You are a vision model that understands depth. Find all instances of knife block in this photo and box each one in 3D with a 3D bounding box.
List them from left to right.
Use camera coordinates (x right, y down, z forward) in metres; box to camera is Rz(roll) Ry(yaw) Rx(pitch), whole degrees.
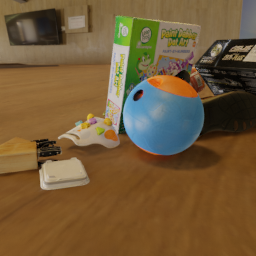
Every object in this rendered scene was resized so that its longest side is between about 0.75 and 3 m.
[{"bbox_3d":[-1.754,0.516,4.838,0.992,0.362,1.130,13,26,23],"label":"knife block"}]

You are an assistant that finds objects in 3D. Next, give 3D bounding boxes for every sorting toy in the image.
[{"bbox_3d":[-0.896,0.130,5.896,1.084,0.579,0.976,14,25,37],"label":"sorting toy"}]

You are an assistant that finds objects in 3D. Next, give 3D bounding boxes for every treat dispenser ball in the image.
[{"bbox_3d":[0.671,-0.233,5.382,1.533,1.533,1.533,0,15,0],"label":"treat dispenser ball"}]

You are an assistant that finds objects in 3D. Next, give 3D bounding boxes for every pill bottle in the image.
[{"bbox_3d":[1.903,-1.472,10.316,1.762,0.989,0.989,-29,24,-16],"label":"pill bottle"}]

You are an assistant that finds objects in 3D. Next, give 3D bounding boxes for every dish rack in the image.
[{"bbox_3d":[-1.052,0.704,4.573,0.746,0.189,0.870,-4,17,-18],"label":"dish rack"}]

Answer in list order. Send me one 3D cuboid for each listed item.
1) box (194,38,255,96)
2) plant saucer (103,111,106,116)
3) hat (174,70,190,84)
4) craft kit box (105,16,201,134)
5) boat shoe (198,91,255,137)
[{"bbox_3d":[3.607,-1.363,8.061,1.153,2.193,2.678,-49,29,-7],"label":"box"},{"bbox_3d":[-0.017,-0.794,8.346,1.393,0.333,1.391,-47,14,-14],"label":"plant saucer"},{"bbox_3d":[1.308,-0.935,6.991,0.400,0.993,0.993,29,3,-25],"label":"hat"},{"bbox_3d":[0.701,-1.415,7.443,2.766,2.731,0.671,-16,30,-43],"label":"craft kit box"},{"bbox_3d":[2.062,-0.388,7.046,2.708,1.025,1.000,-7,10,-20],"label":"boat shoe"}]
